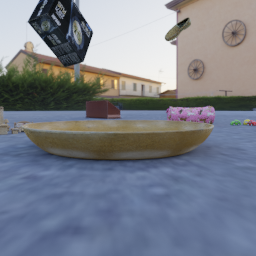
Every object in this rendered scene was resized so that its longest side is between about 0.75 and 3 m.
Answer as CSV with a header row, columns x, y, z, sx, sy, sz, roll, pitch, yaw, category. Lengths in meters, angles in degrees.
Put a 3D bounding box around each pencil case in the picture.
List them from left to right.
x,y,z,sx,sy,sz,roll,pitch,yaw,category
2.104,-0.412,9.486,1.575,0.652,0.681,-2,12,-4,pencil case

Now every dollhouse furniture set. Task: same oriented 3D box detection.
x,y,z,sx,sy,sz,roll,pitch,yaw,category
-2.652,-0.221,7.100,1.320,0.645,1.126,-3,6,-33,dollhouse furniture set

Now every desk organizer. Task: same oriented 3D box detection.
x,y,z,sx,sy,sz,roll,pitch,yaw,category
-1.462,-1.058,15.964,0.918,0.985,2.559,-3,5,-36,desk organizer

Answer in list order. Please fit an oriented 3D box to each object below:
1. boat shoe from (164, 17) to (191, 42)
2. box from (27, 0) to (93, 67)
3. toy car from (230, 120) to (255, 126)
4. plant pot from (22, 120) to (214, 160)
x,y,z,sx,sy,sz,roll,pitch,yaw,category
1.822,-3.718,10.436,1.151,0.412,0.438,-40,-16,7,boat shoe
-2.327,-3.639,10.148,0.924,1.758,2.147,-8,-38,26,box
3.974,-0.191,9.719,0.810,0.192,0.861,1,4,8,toy car
-0.139,0.114,4.396,2.853,0.392,2.853,0,4,0,plant pot
